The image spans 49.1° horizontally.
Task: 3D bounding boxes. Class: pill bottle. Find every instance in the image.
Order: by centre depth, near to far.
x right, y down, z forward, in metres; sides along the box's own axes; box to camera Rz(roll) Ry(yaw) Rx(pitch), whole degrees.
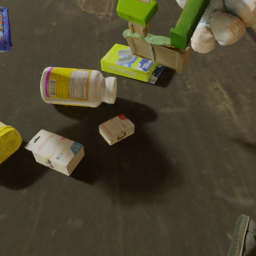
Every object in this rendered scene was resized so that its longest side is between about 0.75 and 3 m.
[{"bbox_3d":[-1.505,-1.271,8.843,2.220,1.158,1.158,6,47,4],"label":"pill bottle"}]

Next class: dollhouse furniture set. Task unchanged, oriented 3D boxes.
[{"bbox_3d":[0.823,-2.357,6.366,1.572,2.400,1.204,25,87,11],"label":"dollhouse furniture set"}]

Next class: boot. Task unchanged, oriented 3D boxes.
[{"bbox_3d":[2.973,2.652,5.616,1.706,0.619,1.551,26,54,14],"label":"boot"}]

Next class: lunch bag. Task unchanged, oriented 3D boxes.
[{"bbox_3d":[-3.839,-2.267,6.829,1.811,1.132,2.405,-7,30,-18],"label":"lunch bag"}]

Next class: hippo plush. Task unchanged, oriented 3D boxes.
[{"bbox_3d":[2.347,-3.774,7.731,2.184,2.204,2.741,-22,39,29],"label":"hippo plush"}]

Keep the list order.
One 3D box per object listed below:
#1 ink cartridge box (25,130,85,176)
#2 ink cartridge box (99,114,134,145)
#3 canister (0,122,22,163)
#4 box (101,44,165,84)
[{"bbox_3d":[-1.957,0.631,7.519,1.357,0.460,0.781,20,50,18],"label":"ink cartridge box"},{"bbox_3d":[-0.325,0.032,8.153,0.846,0.362,0.625,-28,53,-21],"label":"ink cartridge box"},{"bbox_3d":[-4.092,0.225,7.684,1.857,0.804,1.379,26,52,24],"label":"canister"},{"bbox_3d":[0.213,-2.403,10.365,2.099,0.500,1.280,18,50,17],"label":"box"}]
